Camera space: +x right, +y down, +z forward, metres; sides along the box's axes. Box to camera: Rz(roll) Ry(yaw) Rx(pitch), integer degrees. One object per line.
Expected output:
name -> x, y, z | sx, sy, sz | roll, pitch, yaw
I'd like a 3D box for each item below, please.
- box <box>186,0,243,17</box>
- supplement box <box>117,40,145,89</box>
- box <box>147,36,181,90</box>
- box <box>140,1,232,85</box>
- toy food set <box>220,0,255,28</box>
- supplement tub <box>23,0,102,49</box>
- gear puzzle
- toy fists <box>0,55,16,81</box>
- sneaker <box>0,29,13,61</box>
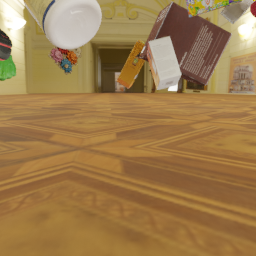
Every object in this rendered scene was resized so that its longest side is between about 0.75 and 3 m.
box -> 1.539, -2.720, 5.159 | 0.973, 1.010, 0.616 | -6, 23, 28
supplement box -> 0.274, -2.786, 12.275 | 0.675, 2.029, 0.698 | 32, 27, 3
box -> 0.929, -1.691, 7.434 | 0.581, 1.093, 0.833 | -15, -11, -1
box -> 1.935, -2.896, 9.974 | 2.328, 1.912, 1.931 | 24, 10, -11
toy food set -> 2.186, -2.825, 6.100 | 2.403, 1.081, 1.147 | 43, -11, 4
supplement tub -> -1.696, -3.056, 6.816 | 1.429, 1.429, 1.980 | -9, 55, -46
gear puzzle -> -2.269, -3.217, 11.259 | 0.295, 1.168, 2.255 | -13, 42, 37
toy fists -> -3.210, -1.374, 6.456 | 1.193, 0.608, 0.410 | -6, -5, -36
sneaker -> -3.201, -1.939, 5.821 | 2.041, 0.885, 0.752 | 46, 11, 15
